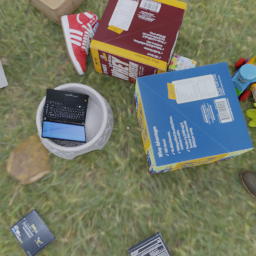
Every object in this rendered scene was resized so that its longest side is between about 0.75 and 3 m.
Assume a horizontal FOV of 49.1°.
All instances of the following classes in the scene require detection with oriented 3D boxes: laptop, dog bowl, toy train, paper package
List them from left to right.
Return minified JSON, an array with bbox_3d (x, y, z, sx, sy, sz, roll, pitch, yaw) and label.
[{"bbox_3d":[-2.769,-5.381,10.976,1.821,0.989,1.911,38,79,9],"label":"paper package"},{"bbox_3d":[-2.052,-0.424,9.317,1.457,0.849,1.644,8,90,-19],"label":"laptop"},{"bbox_3d":[-1.877,-0.302,9.713,2.733,0.802,2.733,0,74,0],"label":"dog bowl"},{"bbox_3d":[4.535,-2.291,9.850,1.130,1.545,2.671,42,79,9],"label":"toy train"}]

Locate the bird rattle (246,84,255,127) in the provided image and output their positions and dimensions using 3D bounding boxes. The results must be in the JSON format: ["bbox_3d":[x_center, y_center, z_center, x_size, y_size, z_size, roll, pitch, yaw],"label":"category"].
[{"bbox_3d":[5.293,-0.930,9.739,2.317,1.305,1.889,-9,59,-6],"label":"bird rattle"}]

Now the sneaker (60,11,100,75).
[{"bbox_3d":[-1.567,-3.267,10.437,1.440,0.912,2.561,-16,73,-1],"label":"sneaker"}]

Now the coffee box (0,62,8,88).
[{"bbox_3d":[-6.214,-2.637,9.281,2.826,2.799,2.830,-22,76,-6],"label":"coffee box"}]

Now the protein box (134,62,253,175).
[{"bbox_3d":[1.885,-0.227,9.083,2.874,1.939,2.853,-11,75,-3],"label":"protein box"}]

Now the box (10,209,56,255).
[{"bbox_3d":[-3.042,3.376,8.970,0.940,0.304,1.192,-37,79,-10],"label":"box"}]

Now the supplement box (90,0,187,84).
[{"bbox_3d":[0.378,-3.148,9.971,2.592,1.745,2.628,18,76,5],"label":"supplement box"}]

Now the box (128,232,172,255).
[{"bbox_3d":[0.751,3.992,8.595,1.130,0.697,1.121,-27,77,-6],"label":"box"}]

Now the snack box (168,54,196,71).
[{"bbox_3d":[2.039,-2.335,10.540,0.906,0.240,0.645,21,76,6],"label":"snack box"}]

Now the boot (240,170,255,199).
[{"bbox_3d":[4.780,2.110,8.861,2.412,1.169,0.901,38,78,9],"label":"boot"}]
